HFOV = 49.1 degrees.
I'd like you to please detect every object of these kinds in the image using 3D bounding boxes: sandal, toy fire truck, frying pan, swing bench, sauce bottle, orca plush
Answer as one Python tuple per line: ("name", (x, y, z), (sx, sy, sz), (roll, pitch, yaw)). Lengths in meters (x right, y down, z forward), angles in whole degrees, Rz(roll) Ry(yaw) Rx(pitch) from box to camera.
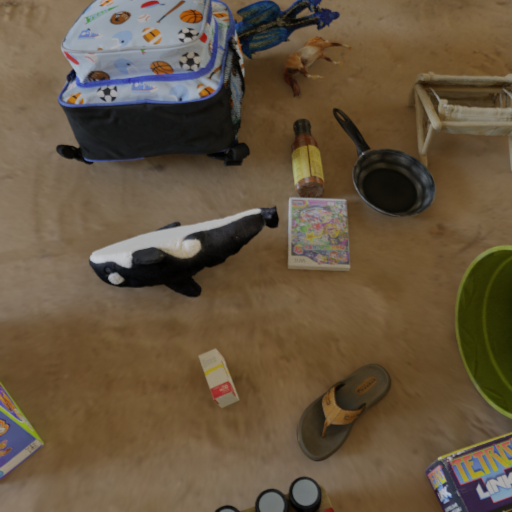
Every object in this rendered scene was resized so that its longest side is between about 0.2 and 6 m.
("sandal", (1.294, 2.170, 8.087), (1.795, 0.490, 0.734), (-34, 64, -19))
("toy fire truck", (0.381, 3.906, 6.778), (1.579, 1.154, 1.794), (-16, 49, -11))
("frying pan", (2.091, -1.592, 10.357), (2.565, 0.418, 1.552), (34, 60, 13))
("swing bench", (4.093, -2.747, 10.750), (1.936, 1.263, 1.947), (1, 57, 1))
("sauce bottle", (0.956, -1.876, 10.620), (0.566, 0.566, 1.714), (-1, 57, 0))
("orca plush", (-1.065, 0.071, 9.310), (3.157, 1.122, 1.661), (-20, 19, -12))

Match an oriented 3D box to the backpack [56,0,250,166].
("backpack", (-1.812, -3.520, 10.479), (3.602, 2.775, 3.431), (2, 44, 4))

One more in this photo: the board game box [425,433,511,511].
("board game box", (4.231, 3.440, 7.049), (3.217, 0.912, 2.659), (-14, 57, -9))

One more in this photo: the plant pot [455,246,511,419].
("plant pot", (4.535, 1.007, 7.962), (2.291, 2.379, 2.379), (-2, 57, -15))

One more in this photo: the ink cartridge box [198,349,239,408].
("ink cartridge box", (-0.552, 1.803, 8.276), (0.302, 0.526, 0.725), (-24, 60, -1))

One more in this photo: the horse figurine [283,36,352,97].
("horse figurine", (1.172, -4.213, 12.112), (1.212, 0.457, 1.829), (33, 68, 32))

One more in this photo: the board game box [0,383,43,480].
("board game box", (-4.190, 1.156, 6.769), (0.852, 3.806, 2.559), (-38, 66, -21))

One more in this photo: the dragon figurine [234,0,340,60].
("dragon figurine", (0.105, -4.728, 11.665), (3.151, 1.566, 0.927), (-20, 104, -4))

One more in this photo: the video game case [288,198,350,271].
("video game case", (1.101, -0.407, 9.931), (1.054, 0.133, 1.472), (2, 58, 1))
